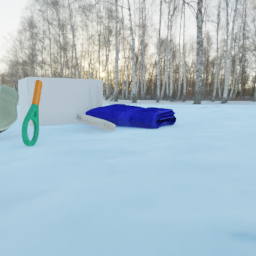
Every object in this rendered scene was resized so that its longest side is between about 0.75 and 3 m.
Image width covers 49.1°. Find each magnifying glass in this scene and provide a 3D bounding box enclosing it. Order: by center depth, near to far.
[{"bbox_3d":[-1.860,-0.315,5.521,0.154,1.378,0.548,2,-22,6],"label":"magnifying glass"}]

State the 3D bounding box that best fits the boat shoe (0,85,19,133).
[{"bbox_3d":[-3.077,-0.359,6.736,0.708,0.598,1.986,33,20,-26],"label":"boat shoe"}]

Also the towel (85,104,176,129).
[{"bbox_3d":[0.134,-0.465,9.575,2.657,0.658,1.962,6,7,27],"label":"towel"}]

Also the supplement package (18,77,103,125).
[{"bbox_3d":[-2.484,-0.990,10.391,2.725,1.632,1.652,-4,7,-32],"label":"supplement package"}]

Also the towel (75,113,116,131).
[{"bbox_3d":[-0.973,-0.170,8.019,0.975,0.254,1.471,14,2,-16],"label":"towel"}]
